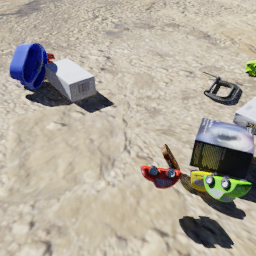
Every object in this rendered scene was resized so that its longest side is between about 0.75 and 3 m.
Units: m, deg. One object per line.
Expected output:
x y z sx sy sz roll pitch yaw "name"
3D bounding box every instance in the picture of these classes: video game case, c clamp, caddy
5.424 -0.376 10.147 2.428 0.552 2.200 -30 47 -34 "video game case"
3.925 -1.743 12.244 1.806 0.286 2.114 20 40 17 "c clamp"
-4.208 -2.710 12.213 1.063 1.432 2.025 8 77 19 "caddy"

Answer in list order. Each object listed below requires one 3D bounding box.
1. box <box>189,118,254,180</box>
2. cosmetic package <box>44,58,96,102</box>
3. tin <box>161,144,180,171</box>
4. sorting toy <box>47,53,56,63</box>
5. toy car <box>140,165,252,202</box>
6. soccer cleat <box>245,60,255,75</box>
2.840 0.546 8.408 1.609 1.000 1.622 14 30 16 "box"
-2.547 -2.154 12.243 1.235 0.899 2.429 -24 41 -28 "cosmetic package"
1.230 0.911 8.104 0.202 0.966 0.541 -27 9 21 "tin"
-4.578 -3.237 13.825 2.251 0.924 1.353 16 23 39 "sorting toy"
1.797 1.352 6.716 2.496 0.557 2.349 9 -4 -31 "toy car"
6.699 -2.576 12.789 1.092 0.910 2.694 -25 41 -28 "soccer cleat"
